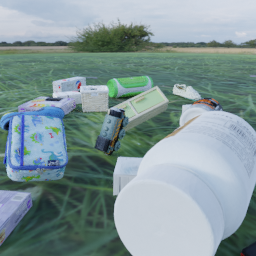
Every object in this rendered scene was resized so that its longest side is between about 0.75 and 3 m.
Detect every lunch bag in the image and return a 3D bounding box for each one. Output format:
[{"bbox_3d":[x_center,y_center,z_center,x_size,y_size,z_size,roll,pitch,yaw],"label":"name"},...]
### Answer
[{"bbox_3d":[-1.995,0.400,6.094,1.248,0.640,1.553,3,46,-20],"label":"lunch bag"}]

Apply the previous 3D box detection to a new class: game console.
[{"bbox_3d":[3.078,1.805,3.709,2.361,0.367,2.088,-11,22,-30],"label":"game console"}]

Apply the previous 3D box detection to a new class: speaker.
[{"bbox_3d":[0.126,-2.121,14.369,2.321,1.027,1.027,-11,21,-29],"label":"speaker"}]

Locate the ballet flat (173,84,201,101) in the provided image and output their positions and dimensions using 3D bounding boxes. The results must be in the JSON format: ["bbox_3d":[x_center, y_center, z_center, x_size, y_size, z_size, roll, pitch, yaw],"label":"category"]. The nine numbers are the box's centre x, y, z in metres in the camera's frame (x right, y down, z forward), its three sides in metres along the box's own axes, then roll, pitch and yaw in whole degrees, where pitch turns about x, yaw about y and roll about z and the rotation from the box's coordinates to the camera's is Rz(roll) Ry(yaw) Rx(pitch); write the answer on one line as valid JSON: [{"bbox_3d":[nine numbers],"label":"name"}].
[{"bbox_3d":[2.916,-1.848,14.143,0.681,0.681,1.898,-11,22,-30],"label":"ballet flat"}]

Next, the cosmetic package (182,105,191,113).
[{"bbox_3d":[2.572,-0.584,10.600,0.780,0.481,0.782,-5,18,-16],"label":"cosmetic package"}]

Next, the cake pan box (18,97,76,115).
[{"bbox_3d":[-3.218,-0.856,11.431,1.702,0.483,1.848,6,20,12],"label":"cake pan box"}]

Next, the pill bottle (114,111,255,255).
[{"bbox_3d":[1.100,0.828,4.509,1.681,1.681,2.939,11,21,29],"label":"pill bottle"}]

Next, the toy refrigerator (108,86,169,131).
[{"bbox_3d":[0.332,-0.597,9.057,1.874,0.656,0.711,-27,67,-16],"label":"toy refrigerator"}]

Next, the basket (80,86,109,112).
[{"bbox_3d":[-1.417,-1.267,11.893,1.159,0.940,1.169,-3,20,-8],"label":"basket"}]

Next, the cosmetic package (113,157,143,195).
[{"bbox_3d":[0.154,1.001,5.861,0.825,0.507,0.822,3,19,4],"label":"cosmetic package"}]

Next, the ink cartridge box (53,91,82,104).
[{"bbox_3d":[-2.789,-1.383,12.953,1.155,0.478,0.846,-10,21,-27],"label":"ink cartridge box"}]

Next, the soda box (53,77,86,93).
[{"bbox_3d":[-3.204,-2.358,15.516,0.644,0.689,2.022,11,22,30],"label":"soda box"}]

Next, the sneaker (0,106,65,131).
[{"bbox_3d":[-3.108,-0.231,9.299,2.078,0.685,0.815,-10,24,-21],"label":"sneaker"}]

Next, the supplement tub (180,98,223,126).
[{"bbox_3d":[2.420,-0.356,8.968,1.086,1.086,1.773,9,21,26],"label":"supplement tub"}]

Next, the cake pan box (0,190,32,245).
[{"bbox_3d":[-2.435,1.470,4.762,1.168,0.332,1.268,4,19,5],"label":"cake pan box"}]

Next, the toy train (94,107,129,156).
[{"bbox_3d":[-0.414,0.090,7.248,0.554,1.301,0.742,20,2,23],"label":"toy train"}]
